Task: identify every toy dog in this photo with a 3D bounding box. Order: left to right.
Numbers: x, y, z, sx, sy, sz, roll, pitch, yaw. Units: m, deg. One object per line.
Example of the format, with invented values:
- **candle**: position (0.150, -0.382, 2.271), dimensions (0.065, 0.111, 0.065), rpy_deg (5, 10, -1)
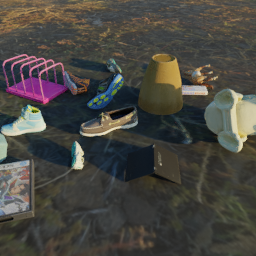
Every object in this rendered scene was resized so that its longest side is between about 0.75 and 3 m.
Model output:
- **toy dog**: position (4.483, -0.390, 9.974), dimensions (2.935, 2.048, 2.846), rpy_deg (-9, -2, -11)

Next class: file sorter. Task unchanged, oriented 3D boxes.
- **file sorter**: position (-4.333, -2.393, 13.031), dimensions (2.396, 1.502, 1.665), rpy_deg (17, 37, 24)

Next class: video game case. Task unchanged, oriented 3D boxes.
- **video game case**: position (-3.666, 1.794, 7.875), dimensions (1.952, 0.275, 2.161), rpy_deg (-9, 35, -13)

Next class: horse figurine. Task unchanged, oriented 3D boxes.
- **horse figurine**: position (3.676, -2.611, 14.190), dimensions (1.377, 0.518, 2.077), rpy_deg (-11, 39, 5)

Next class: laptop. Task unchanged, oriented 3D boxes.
- **laptop**: position (0.781, 1.254, 8.873), dimensions (1.469, 0.851, 1.376), rpy_deg (26, 32, -13)

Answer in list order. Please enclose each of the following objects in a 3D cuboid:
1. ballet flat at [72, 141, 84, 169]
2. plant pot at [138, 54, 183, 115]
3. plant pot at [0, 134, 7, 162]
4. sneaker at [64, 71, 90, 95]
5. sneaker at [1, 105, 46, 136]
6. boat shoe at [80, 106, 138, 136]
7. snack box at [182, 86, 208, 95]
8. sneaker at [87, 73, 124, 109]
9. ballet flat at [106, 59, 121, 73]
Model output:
- **ballet flat**: position (-1.644, 0.928, 9.170), dimensions (0.428, 0.428, 1.194), rpy_deg (-4, 37, -7)
- **plant pot**: position (1.451, -1.951, 11.832), dimensions (1.971, 2.115, 1.971), rpy_deg (1, 34, -1)
- **plant pot**: position (-4.498, 0.648, 9.013), dimensions (1.038, 1.016, 1.019), rpy_deg (-1, 29, -36)
- **sneaker**: position (-2.439, -2.213, 13.626), dimensions (1.015, 0.703, 1.811), rpy_deg (-14, 46, -27)
- **sneaker**: position (-3.945, -0.331, 10.360), dimensions (1.605, 1.048, 0.638), rpy_deg (-10, 36, -14)
- **boat shoe**: position (-0.717, -0.286, 10.607), dimensions (2.320, 0.691, 0.834), rpy_deg (-13, 36, -18)
- **snack box**: position (2.854, -1.805, 13.314), dimensions (1.712, 0.208, 0.615), rpy_deg (1, 34, 2)
- **sneaker**: position (-1.008, -1.583, 12.051), dimensions (1.937, 0.687, 0.803), rpy_deg (-48, 46, -5)
- **ballet flat**: position (-0.818, -3.337, 15.449), dimensions (0.534, 0.565, 1.678), rpy_deg (-32, 36, 2)
